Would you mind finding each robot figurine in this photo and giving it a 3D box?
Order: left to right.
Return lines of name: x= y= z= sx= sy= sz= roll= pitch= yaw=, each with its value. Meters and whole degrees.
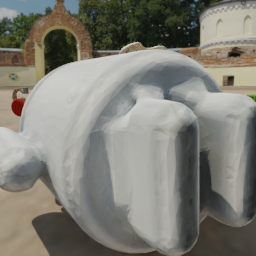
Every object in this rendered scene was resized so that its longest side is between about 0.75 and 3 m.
robot figurine: x=-0.123 y=0.084 z=2.485 sx=2.091 sy=1.392 sz=2.466 roll=-5 pitch=10 yaw=-31

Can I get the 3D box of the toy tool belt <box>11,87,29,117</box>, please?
toy tool belt: x=-1.790 y=-0.650 z=7.217 sx=2.036 sy=1.272 sz=1.251 roll=-2 pitch=14 yaw=21

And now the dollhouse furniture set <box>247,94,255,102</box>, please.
dollhouse furniture set: x=4.376 y=-0.461 z=7.496 sx=2.266 sy=0.875 sz=1.133 roll=1 pitch=10 yaw=4

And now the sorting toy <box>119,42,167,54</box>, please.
sorting toy: x=1.011 y=-1.625 z=9.066 sx=2.275 sy=2.527 sz=1.350 roll=-39 pitch=3 yaw=-35
